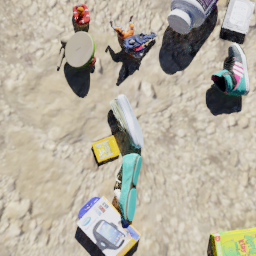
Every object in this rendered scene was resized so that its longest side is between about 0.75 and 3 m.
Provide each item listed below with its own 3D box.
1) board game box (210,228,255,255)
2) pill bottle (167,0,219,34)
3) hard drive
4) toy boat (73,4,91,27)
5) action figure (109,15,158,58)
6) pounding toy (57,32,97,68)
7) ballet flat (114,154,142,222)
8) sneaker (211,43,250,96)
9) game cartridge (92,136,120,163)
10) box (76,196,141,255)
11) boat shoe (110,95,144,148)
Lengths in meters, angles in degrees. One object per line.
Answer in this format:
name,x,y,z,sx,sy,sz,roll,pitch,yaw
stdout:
board game box,3.681,3.787,8.967,1.861,0.443,0.946,-7,79,-1
pill bottle,2.471,-4.651,10.093,1.383,1.383,2.460,34,81,6
hard drive,4.154,-4.217,10.588,0.967,0.262,1.385,19,81,4
toy boat,-1.745,-4.263,10.422,0.591,0.592,0.905,-15,80,-3
action figure,0.219,-3.299,10.306,1.625,0.850,1.572,-21,86,-32
pounding toy,-1.700,-2.729,10.173,1.639,0.761,1.265,6,90,31
ballet flat,-0.057,1.929,9.272,0.773,0.740,2.197,4,78,25
sneaker,3.512,-2.036,9.928,1.170,0.810,1.938,-6,80,-11
game cartridge,-0.758,0.731,9.710,0.814,0.132,0.718,-22,80,-3
box,-0.697,3.208,9.101,2.024,0.420,1.205,44,82,5
boat shoe,-0.036,-0.176,9.687,0.614,0.712,1.979,-25,76,20
